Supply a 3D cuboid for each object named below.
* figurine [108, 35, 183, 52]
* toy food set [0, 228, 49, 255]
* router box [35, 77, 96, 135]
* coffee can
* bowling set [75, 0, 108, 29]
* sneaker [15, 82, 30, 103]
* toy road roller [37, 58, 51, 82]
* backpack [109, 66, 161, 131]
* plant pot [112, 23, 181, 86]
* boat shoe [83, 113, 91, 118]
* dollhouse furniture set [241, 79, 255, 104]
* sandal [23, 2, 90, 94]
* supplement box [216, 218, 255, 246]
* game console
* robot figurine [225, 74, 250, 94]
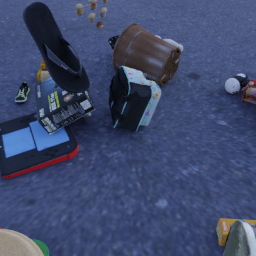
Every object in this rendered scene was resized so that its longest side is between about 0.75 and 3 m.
[{"bbox_3d":[0.687,-3.757,13.058,2.926,1.259,2.855,-6,32,-14],"label":"figurine"},{"bbox_3d":[-2.658,2.943,4.815,2.774,0.675,2.745,-19,41,-22],"label":"toy food set"},{"bbox_3d":[-2.055,-0.980,8.848,1.600,0.663,2.135,-30,41,3],"label":"router box"},{"bbox_3d":[2.965,2.641,4.060,2.797,2.047,2.047,8,38,10],"label":"coffee can"},{"bbox_3d":[-0.908,-3.474,8.414,1.199,0.834,0.644,-32,7,-6],"label":"bowling set"},{"bbox_3d":[-4.013,-1.354,10.538,0.406,0.469,1.133,-3,38,-3],"label":"sneaker"},{"bbox_3d":[-3.230,-2.581,11.627,0.904,1.074,1.471,-1,38,-1],"label":"toy road roller"},{"bbox_3d":[0.120,-1.042,9.179,1.493,1.712,1.947,3,34,-24],"label":"backpack"},{"bbox_3d":[0.838,-2.833,11.291,2.118,2.139,2.139,29,46,22],"label":"plant pot"},{"bbox_3d":[-2.040,-0.803,9.748,0.648,0.761,2.276,-48,49,-1],"label":"boat shoe"},{"bbox_3d":[4.883,-1.447,10.530,0.827,0.625,1.536,20,42,24],"label":"dollhouse furniture set"},{"bbox_3d":[-1.243,-1.368,5.081,0.384,1.792,0.681,0,42,42],"label":"sandal"},{"bbox_3d":[2.580,2.239,5.932,1.284,0.442,0.427,0,35,4],"label":"supplement box"},{"bbox_3d":[-2.813,0.311,8.465,2.198,0.386,2.486,-16,40,-20],"label":"game console"},{"bbox_3d":[4.252,-1.717,10.885,1.032,0.775,0.644,-25,60,-28],"label":"robot figurine"}]
